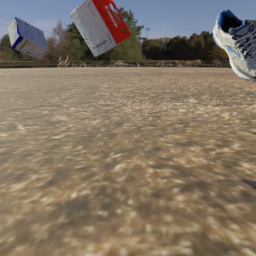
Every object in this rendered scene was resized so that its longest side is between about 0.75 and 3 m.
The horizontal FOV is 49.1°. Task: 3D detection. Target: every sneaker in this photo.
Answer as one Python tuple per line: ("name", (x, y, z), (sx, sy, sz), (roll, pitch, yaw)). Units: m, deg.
("sneaker", (1.940, -1.424, 4.761), (0.601, 0.664, 1.560), (-31, 60, 2))

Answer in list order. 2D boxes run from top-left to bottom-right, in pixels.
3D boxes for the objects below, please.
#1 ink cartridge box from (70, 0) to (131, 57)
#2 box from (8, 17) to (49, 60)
("ink cartridge box", (-1.021, -3.642, 9.897), (0.536, 1.816, 2.268), (-38, 18, -24))
("box", (-2.783, -2.483, 7.818), (0.904, 0.475, 0.832), (18, 40, -48))
